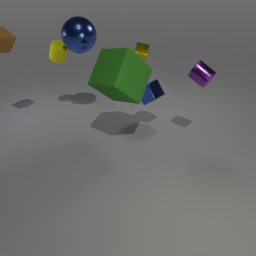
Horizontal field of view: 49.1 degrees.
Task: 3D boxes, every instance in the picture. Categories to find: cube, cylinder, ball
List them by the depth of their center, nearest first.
[{"bbox_3d":[-0.256,-1.797,9.714,1.400,1.400,1.400,12,-11,43],"label":"cube"},{"bbox_3d":[2.578,-1.868,9.767,0.700,0.700,0.700,43,42,10],"label":"cylinder"},{"bbox_3d":[-4.816,-3.323,10.565,0.700,0.700,0.700,41,28,5],"label":"cube"},{"bbox_3d":[-1.944,-3.680,11.116,1.400,1.400,1.400,0,29,0],"label":"ball"},{"bbox_3d":[0.902,-1.437,11.243,0.700,0.700,0.700,-33,6,-42],"label":"cube"},{"bbox_3d":[-2.955,-3.248,11.909,0.700,0.700,0.700,13,43,-12],"label":"cylinder"},{"bbox_3d":[0.740,-4.127,15.280,0.700,0.700,0.700,13,69,-1],"label":"cube"}]
